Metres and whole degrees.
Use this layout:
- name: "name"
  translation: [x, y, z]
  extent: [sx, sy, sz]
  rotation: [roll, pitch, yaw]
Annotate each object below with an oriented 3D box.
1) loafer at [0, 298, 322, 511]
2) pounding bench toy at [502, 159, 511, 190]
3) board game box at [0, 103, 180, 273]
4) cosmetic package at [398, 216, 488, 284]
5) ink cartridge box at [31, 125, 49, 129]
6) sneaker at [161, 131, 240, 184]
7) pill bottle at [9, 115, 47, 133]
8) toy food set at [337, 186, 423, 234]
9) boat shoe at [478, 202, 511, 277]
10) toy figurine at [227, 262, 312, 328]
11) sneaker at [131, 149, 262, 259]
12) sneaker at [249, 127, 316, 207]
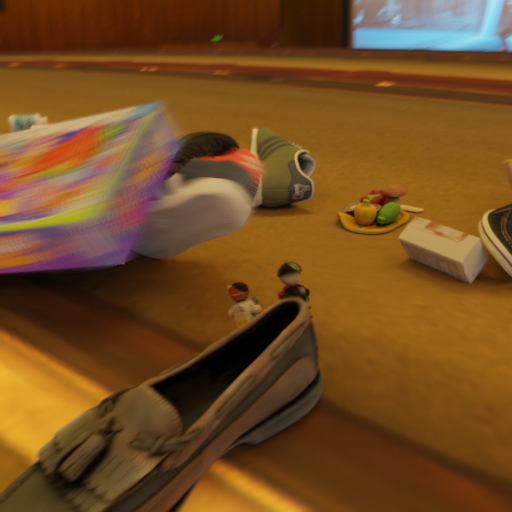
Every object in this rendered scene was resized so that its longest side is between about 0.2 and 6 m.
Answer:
- name: "loafer"
  translation: [-0.697, 1.264, 4.594]
  extent: [1.172, 1.026, 3.263]
  rotation: [22, 33, 39]
- name: "pounding bench toy"
  translation: [5.334, -1.070, 9.788]
  extent: [1.090, 1.755, 1.369]
  rotation: [-16, -3, -35]
- name: "board game box"
  translation: [-2.927, -0.840, 7.542]
  extent: [3.325, 0.744, 2.236]
  rotation: [-5, 46, 22]
- name: "cosmetic package"
  translation: [2.655, -0.104, 7.991]
  extent: [0.475, 0.563, 1.088]
  rotation: [-50, 44, -10]
- name: "ink cartridge box"
  translation: [-4.309, -2.582, 13.083]
  extent: [1.655, 0.958, 0.552]
  rotation: [-10, 24, -21]
- name: "sneaker"
  translation: [-1.537, -1.241, 10.023]
  extent: [3.955, 1.188, 2.063]
  rotation: [-21, 33, -30]
- name: "pill bottle"
  translation: [-6.585, -3.798, 16.215]
  extent: [0.997, 0.552, 0.552]
  rotation: [-8, 26, -17]
- name: "toy food set"
  translation: [2.171, -0.928, 9.924]
  extent: [1.034, 0.574, 1.758]
  rotation: [20, 31, 37]
- name: "boat shoe"
  translation: [4.058, -0.473, 8.285]
  extent: [2.725, 0.848, 1.017]
  rotation: [-26, 77, -48]
- name: "toy figurine"
  translation: [0.129, 0.446, 6.025]
  extent: [0.895, 0.632, 0.909]
  rotation: [-16, 0, 2]
- name: "sneaker"
  translation: [-1.015, -0.783, 8.016]
  extent: [2.820, 1.057, 1.192]
  rotation: [-8, 44, 40]
- name: "sneaker"
  translation: [0.525, -1.816, 11.372]
  extent: [1.361, 1.016, 3.031]
  rotation: [-1, 31, 3]
